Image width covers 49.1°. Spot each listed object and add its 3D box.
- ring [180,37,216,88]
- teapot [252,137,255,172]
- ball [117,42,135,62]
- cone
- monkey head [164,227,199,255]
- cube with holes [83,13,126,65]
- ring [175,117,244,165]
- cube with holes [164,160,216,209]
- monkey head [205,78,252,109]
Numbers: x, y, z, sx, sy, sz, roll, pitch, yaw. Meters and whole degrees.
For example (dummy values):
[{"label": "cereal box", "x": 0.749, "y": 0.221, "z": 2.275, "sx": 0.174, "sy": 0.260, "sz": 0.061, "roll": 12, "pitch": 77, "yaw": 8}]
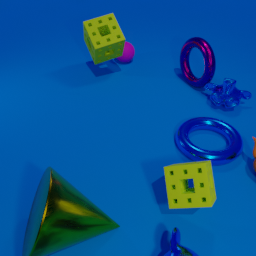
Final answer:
[{"label": "ring", "x": 2.239, "y": -2.124, "z": 9.142, "sx": 0.328, "sy": 1.639, "sz": 1.639, "roll": -16, "pitch": 42, "yaw": -21}, {"label": "teapot", "x": 3.249, "y": 0.788, "z": 6.138, "sx": 0.922, "sy": 0.726, "sz": 1.483, "roll": -14, "pitch": 44, "yaw": -34}, {"label": "ball", "x": -0.127, "y": -2.925, "z": 10.787, "sx": 0.770, "sy": 0.770, "sz": 0.770, "roll": 0, "pitch": 39, "yaw": 0}, {"label": "cone", "x": -0.874, "y": 1.678, "z": 5.134, "sx": 1.617, "sy": 1.611, "sz": 1.611, "roll": 18, "pitch": 34, "yaw": -21}, {"label": "monkey head", "x": 0.744, "y": 2.228, "z": 4.196, "sx": 0.845, "sy": 1.009, "sz": 1.402, "roll": -39, "pitch": 44, "yaw": 13}, {"label": "cube with holes", "x": -0.815, "y": -2.967, "z": 9.400, "sx": 1.041, "sy": 1.041, "sz": 1.041, "roll": -22, "pitch": 79, "yaw": -12}, {"label": "ring", "x": 2.073, "y": 0.288, "z": 7.193, "sx": 1.696, "sy": 0.339, "sz": 1.696, "roll": 0, "pitch": 39, "yaw": 0}, {"label": "cube with holes", "x": 1.169, "y": 1.032, "z": 5.210, "sx": 0.744, "sy": 0.744, "sz": 0.744, "roll": -9, "pitch": -6, "yaw": 23}, {"label": "monkey head", "x": 2.984, "y": -1.120, "z": 8.385, "sx": 1.410, "sy": 1.014, "sz": 0.849, "roll": 17, "pitch": 39, "yaw": 18}]
